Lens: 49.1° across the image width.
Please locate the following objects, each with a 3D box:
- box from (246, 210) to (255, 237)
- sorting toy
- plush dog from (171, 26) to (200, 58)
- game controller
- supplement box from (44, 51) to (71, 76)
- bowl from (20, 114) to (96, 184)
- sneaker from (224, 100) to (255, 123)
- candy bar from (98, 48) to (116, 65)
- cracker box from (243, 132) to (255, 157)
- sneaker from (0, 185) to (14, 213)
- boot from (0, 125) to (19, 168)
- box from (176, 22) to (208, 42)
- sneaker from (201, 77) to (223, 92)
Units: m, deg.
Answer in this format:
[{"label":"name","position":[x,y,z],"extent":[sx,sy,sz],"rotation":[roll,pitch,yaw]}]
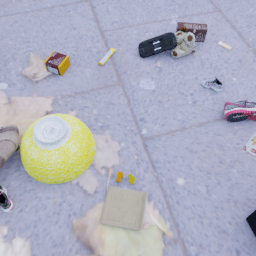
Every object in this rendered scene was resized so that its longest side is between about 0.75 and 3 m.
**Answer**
[{"label":"box","position":[5.188,3.272,8.572],"extent":[2.071,1.216,2.036],"rotation":[-14,57,-9]},{"label":"sorting toy","position":[-0.064,2.484,9.726],"extent":[1.437,0.258,1.929],"rotation":[6,56,10]},{"label":"plush dog","position":[2.720,-4.256,13.800],"extent":[1.157,1.442,1.239],"rotation":[-6,60,-45]},{"label":"game controller","position":[1.434,-4.073,13.774],"extent":[1.913,0.403,0.998],"rotation":[-15,68,15]},{"label":"supplement box","position":[-3.326,-3.049,13.233],"extent":[0.868,0.576,0.856],"rotation":[19,58,12]},{"label":"bowl","position":[-2.673,0.444,10.305],"extent":[2.861,1.540,2.861],"rotation":[0,55,0]},{"label":"sneaker","position":[5.056,-0.801,11.556],"extent":[2.128,0.858,0.794],"rotation":[-2,54,0]},{"label":"candy bar","position":[-1.030,-3.512,13.810],"extent":[0.331,0.147,1.326],"rotation":[25,59,16]},{"label":"cracker box","position":[4.096,0.400,8.613],"extent":[0.295,0.686,1.024],"rotation":[32,98,-12]},{"label":"sneaker","position":[-4.416,2.293,9.646],"extent":[1.274,0.550,0.512],"rotation":[35,61,22]},{"label":"boot","position":[-5.316,0.971,10.313],"extent":[2.893,1.016,2.115],"rotation":[-15,40,12]},{"label":"box","position":[3.245,-4.930,14.388],"extent":[1.531,0.767,0.574],"rotation":[6,56,4]},{"label":"sneaker","position":[3.777,-2.060,12.515],"extent":[0.942,0.659,0.366],"rotation":[23,59,15]}]
